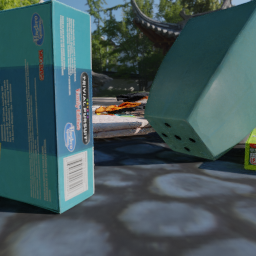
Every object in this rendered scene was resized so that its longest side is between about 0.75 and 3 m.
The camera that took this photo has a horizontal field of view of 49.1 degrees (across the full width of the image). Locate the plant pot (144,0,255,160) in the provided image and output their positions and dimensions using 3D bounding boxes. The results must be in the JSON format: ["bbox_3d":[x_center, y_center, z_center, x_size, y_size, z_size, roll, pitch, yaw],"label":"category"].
[{"bbox_3d":[1.726,-0.812,5.832,1.903,2.692,1.902,46,-20,-30],"label":"plant pot"}]

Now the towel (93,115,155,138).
[{"bbox_3d":[-1.019,-0.053,8.602,2.757,0.465,2.887,-5,9,-30],"label":"towel"}]

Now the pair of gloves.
[{"bbox_3d":[0.098,-1.315,13.796,2.663,0.370,2.989,-1,21,29],"label":"pair of gloves"}]

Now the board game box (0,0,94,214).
[{"bbox_3d":[-1.857,-0.299,3.826,2.934,2.215,0.689,5,9,28],"label":"board game box"}]

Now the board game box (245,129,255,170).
[{"bbox_3d":[2.842,0.379,5.343,1.006,0.471,1.980,4,9,26],"label":"board game box"}]

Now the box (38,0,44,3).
[{"bbox_3d":[-3.143,-2.917,9.003,2.144,0.833,1.018,-28,-49,27],"label":"box"}]

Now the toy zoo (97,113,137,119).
[{"bbox_3d":[-0.586,-0.471,12.425,1.542,0.241,2.351,-2,8,-10],"label":"toy zoo"}]

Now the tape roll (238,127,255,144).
[{"bbox_3d":[2.700,-0.233,8.184,2.787,0.921,2.787,0,9,0],"label":"tape roll"}]
